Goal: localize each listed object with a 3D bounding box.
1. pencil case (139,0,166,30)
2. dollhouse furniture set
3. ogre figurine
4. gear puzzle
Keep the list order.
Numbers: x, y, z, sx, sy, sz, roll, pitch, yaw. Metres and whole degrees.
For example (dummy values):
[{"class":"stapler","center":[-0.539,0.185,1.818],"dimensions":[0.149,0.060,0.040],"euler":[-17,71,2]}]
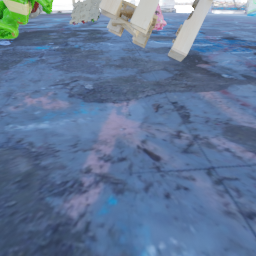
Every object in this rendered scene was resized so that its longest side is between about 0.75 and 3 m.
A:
[{"class":"pencil case","center":[0.862,-4.819,10.851],"dimensions":[0.877,2.027,0.839],"euler":[-17,3,-25]},{"class":"dollhouse furniture set","center":[0.859,-3.646,8.794],"dimensions":[2.901,1.888,2.665],"euler":[26,5,0]},{"class":"ogre figurine","center":[-1.681,-2.077,4.465],"dimensions":[0.958,1.952,1.170],"euler":[28,58,-23]},{"class":"gear puzzle","center":[-1.305,-4.322,10.326],"dimensions":[1.915,0.992,0.251],"euler":[5,-8,31]}]
